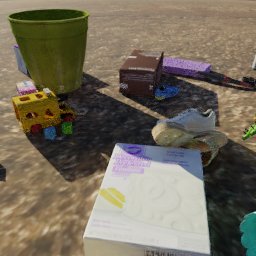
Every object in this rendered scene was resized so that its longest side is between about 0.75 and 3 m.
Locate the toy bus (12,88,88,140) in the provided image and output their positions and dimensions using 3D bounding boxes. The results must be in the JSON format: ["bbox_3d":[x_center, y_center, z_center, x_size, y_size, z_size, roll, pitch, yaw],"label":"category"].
[{"bbox_3d":[-2.490,-0.658,8.663,1.949,1.067,2.065,6,31,11],"label":"toy bus"}]

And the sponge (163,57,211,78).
[{"bbox_3d":[2.615,-2.862,13.133,2.265,0.338,1.263,15,34,24],"label":"sponge"}]

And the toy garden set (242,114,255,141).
[{"bbox_3d":[3.546,-0.268,7.326,0.241,1.209,1.007,44,62,6],"label":"toy garden set"}]

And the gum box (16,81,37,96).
[{"bbox_3d":[-3.881,-1.446,10.708,0.582,0.339,1.025,-14,33,-25],"label":"gum box"}]

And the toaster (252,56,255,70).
[{"bbox_3d":[6.439,-3.200,13.256,1.219,0.787,0.693,-27,41,-38],"label":"toaster"}]

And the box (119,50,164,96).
[{"bbox_3d":[0.623,-2.375,11.628,1.425,1.066,2.846,6,33,10],"label":"box"}]

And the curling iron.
[{"bbox_3d":[4.102,-2.074,11.797,2.586,0.330,0.641,14,33,21],"label":"curling iron"}]

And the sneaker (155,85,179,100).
[{"bbox_3d":[1.509,-1.434,10.593,1.179,0.462,0.389,-20,34,-32],"label":"sneaker"}]

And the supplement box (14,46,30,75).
[{"bbox_3d":[-4.022,-3.419,13.269,2.249,1.138,1.162,-25,38,-35],"label":"supplement box"}]

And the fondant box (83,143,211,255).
[{"bbox_3d":[0.455,1.392,5.458,1.949,0.787,2.701,4,30,8],"label":"fondant box"}]

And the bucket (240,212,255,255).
[{"bbox_3d":[2.521,1.802,4.356,0.844,1.298,1.298,-13,33,-24],"label":"bucket"}]

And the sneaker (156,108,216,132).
[{"bbox_3d":[1.710,-0.219,8.215,1.781,0.775,0.663,-4,31,-4],"label":"sneaker"}]

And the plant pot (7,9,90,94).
[{"bbox_3d":[-2.841,-2.896,10.767,2.894,2.787,2.894,0,30,0],"label":"plant pot"}]

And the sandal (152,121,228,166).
[{"bbox_3d":[1.622,0.531,6.617,2.440,0.895,0.803,13,44,-35],"label":"sandal"}]
